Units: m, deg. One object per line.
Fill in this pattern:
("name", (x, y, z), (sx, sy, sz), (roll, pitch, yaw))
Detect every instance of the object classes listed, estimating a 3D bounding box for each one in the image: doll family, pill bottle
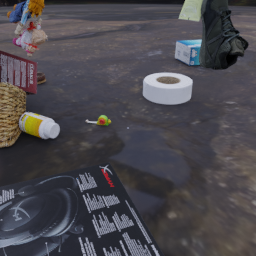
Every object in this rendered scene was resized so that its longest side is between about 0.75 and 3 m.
("doll family", (-2.625, -3.500, 7.690), (1.771, 2.853, 1.286), (15, -9, 47))
("pill bottle", (-2.383, -0.049, 7.575), (1.044, 0.570, 0.570), (16, 33, 24))

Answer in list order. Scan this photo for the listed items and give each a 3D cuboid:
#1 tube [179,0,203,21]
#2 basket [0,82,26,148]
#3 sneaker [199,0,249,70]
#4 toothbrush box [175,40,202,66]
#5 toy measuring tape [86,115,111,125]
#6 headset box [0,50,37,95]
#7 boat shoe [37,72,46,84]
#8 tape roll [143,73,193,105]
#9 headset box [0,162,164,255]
("tube", (2.459, -4.841, 9.514), (0.610, 2.350, 0.682), (17, 11, -5))
("basket", (-4.106, -0.272, 7.835), (2.294, 1.709, 1.638), (-2, -4, -3))
("sneaker", (3.017, -3.088, 8.636), (1.026, 2.683, 1.537), (-16, 27, -29))
("toothbrush box", (3.712, -3.875, 14.210), (2.163, 0.923, 1.584), (-9, 30, -17))
("toy measuring tape", (-0.878, -0.252, 8.264), (0.785, 0.289, 0.289), (7, 29, 13))
("headset box", (-4.384, -1.636, 8.519), (2.156, 1.119, 2.897), (-1, -2, 29))
("boat shoe", (-4.338, -2.043, 11.088), (2.077, 0.731, 0.731), (-12, 30, -23))
("tape roll", (1.424, -1.457, 10.120), (1.744, 0.610, 1.744), (0, 29, 0))
("headset box", (-1.254, 1.754, 3.676), (2.937, 1.134, 2.186), (-12, 31, -19))
